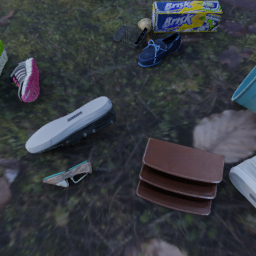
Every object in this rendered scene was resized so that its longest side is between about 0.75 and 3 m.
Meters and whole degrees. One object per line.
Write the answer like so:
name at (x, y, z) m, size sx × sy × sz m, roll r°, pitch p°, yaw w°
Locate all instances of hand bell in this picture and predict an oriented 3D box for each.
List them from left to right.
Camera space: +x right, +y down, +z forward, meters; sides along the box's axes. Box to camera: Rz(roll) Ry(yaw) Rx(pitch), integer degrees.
hand bell at (0.766, -3.743, 11.200) m, size 0.584 × 0.584 × 1.122 m, roll -5°, pitch 68°, yaw -4°

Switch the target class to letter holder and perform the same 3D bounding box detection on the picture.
letter holder at (1.301, 1.280, 7.215) m, size 1.981 × 0.996 × 1.408 m, roll 14°, pitch 57°, yaw 10°

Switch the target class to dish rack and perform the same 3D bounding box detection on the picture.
dish rack at (0.079, -3.675, 11.038) m, size 1.228 × 0.335 × 0.942 m, roll 25°, pitch 70°, yaw 15°

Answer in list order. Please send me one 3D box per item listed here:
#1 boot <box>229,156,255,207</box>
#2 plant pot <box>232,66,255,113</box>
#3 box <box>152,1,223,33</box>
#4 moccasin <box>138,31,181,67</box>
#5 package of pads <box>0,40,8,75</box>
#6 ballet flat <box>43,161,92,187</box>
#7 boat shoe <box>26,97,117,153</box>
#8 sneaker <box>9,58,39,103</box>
boot at (3.796, 1.709, 6.926) m, size 1.195 × 0.920 × 2.501 m, roll -29°, pitch 58°, yaw -12°
plant pot at (4.530, -1.102, 8.484) m, size 1.821 × 1.938 × 1.938 m, roll 37°, pitch 61°, yaw 6°
box at (2.334, -4.513, 11.369) m, size 2.661 × 0.932 × 0.856 m, roll -2°, pitch 54°, yaw -2°
moccasin at (1.149, -3.034, 10.462) m, size 0.822 × 0.697 × 2.043 m, roll 39°, pitch 63°, yaw 24°
package of pads at (-5.654, -1.806, 9.410) m, size 2.261 × 0.998 × 2.926 m, roll 3°, pitch 54°, yaw 1°
ballet flat at (-1.584, 1.318, 7.545) m, size 1.330 × 0.453 × 0.447 m, roll -22°, pitch 85°, yaw -13°
boat shoe at (-1.590, 0.086, 8.083) m, size 2.754 × 0.780 × 0.945 m, roll -29°, pitch 33°, yaw 1°
sneaker at (-3.504, -1.521, 9.309) m, size 0.885 × 0.746 × 2.023 m, roll -16°, pitch 50°, yaw 3°
